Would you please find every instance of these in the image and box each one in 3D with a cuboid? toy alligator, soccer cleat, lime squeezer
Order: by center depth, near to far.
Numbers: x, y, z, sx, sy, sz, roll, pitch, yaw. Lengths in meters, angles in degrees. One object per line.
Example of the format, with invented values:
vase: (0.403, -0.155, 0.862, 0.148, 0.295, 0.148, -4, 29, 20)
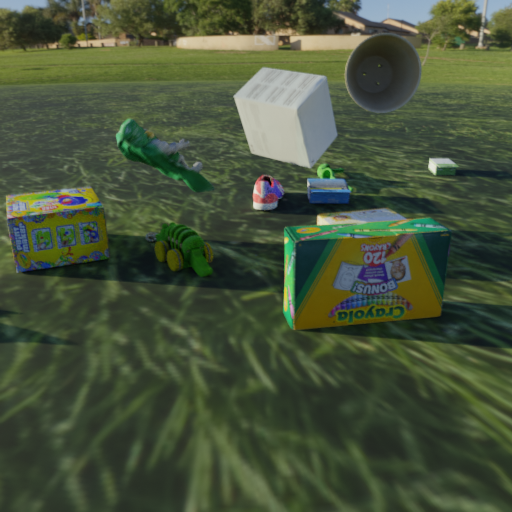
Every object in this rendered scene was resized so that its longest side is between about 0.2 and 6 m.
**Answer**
toy alligator: (-1.332, -0.275, 9.175, 0.667, 0.610, 2.249, -13, 25, -30)
soccer cleat: (0.283, -1.507, 12.252, 0.612, 0.657, 1.795, 3, 22, 8)
lime squeezer: (1.908, -1.956, 13.981, 0.770, 0.411, 2.179, 30, 19, -9)

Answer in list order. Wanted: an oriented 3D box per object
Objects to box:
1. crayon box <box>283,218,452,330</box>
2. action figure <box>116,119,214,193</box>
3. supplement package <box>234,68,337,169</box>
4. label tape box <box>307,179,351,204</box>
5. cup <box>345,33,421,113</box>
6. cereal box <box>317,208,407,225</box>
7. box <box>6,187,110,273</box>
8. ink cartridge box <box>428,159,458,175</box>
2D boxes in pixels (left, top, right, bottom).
crayon box: (1.371, 0.213, 7.137, 2.017, 1.198, 0.587, -4, 22, -9)
action figure: (-1.687, -1.785, 9.661, 1.505, 0.697, 2.549, 18, -1, 13)
supplement package: (0.520, -2.339, 9.438, 1.276, 1.220, 0.938, 21, 59, 32)
label tape box: (1.582, -1.376, 12.298, 0.864, 0.379, 1.198, 1, 21, 2)
cup: (1.666, -2.488, 7.657, 0.998, 0.998, 0.714, 0, 18, 0)
cereal box: (2.054, -0.333, 9.603, 1.461, 0.401, 2.031, -5, 22, -12)
box: (-3.312, -0.481, 9.307, 1.436, 0.910, 1.491, -10, 23, -22)
ink cartridge box: (4.959, -2.326, 14.830, 0.527, 0.301, 1.016, 1, 21, 2)
